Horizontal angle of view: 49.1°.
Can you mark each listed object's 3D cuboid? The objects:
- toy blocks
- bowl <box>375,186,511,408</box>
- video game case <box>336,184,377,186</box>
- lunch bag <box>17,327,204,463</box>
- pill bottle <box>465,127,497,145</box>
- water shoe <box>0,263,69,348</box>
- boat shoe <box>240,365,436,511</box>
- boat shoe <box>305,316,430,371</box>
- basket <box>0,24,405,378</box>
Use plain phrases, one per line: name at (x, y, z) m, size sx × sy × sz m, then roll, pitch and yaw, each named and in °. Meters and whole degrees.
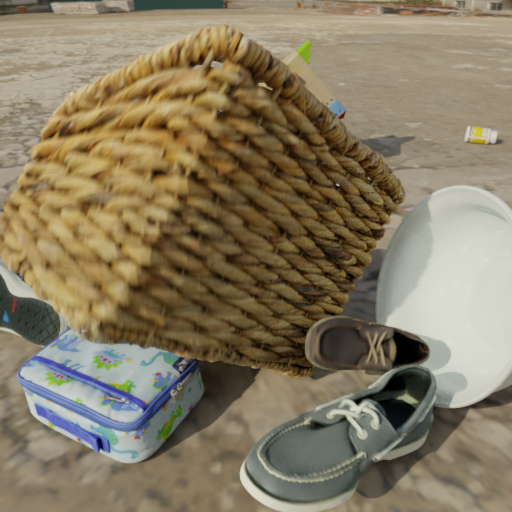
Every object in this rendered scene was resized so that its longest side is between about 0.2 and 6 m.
toy blocks at (0.765, -3.325, 13.052) m, size 2.719 × 1.858 × 1.358 m, roll -40°, pitch 25°, yaw 16°
bowl at (2.719, 0.531, 6.903) m, size 1.191 × 2.649 × 2.649 m, roll 9°, pitch 25°, yaw -22°
video game case at (2.168, -1.532, 12.648) m, size 1.168 × 0.209 × 1.059 m, roll 21°, pitch 35°, yaw 33°
lunch bag at (-1.703, 1.499, 6.638) m, size 1.918 × 0.791 × 1.542 m, roll 15°, pitch 35°, yaw 27°
pill bottle at (6.307, -3.366, 15.718) m, size 0.790 × 0.444 × 0.444 m, roll 12°, pitch 31°, yaw 14°
water shoe at (-3.221, 0.742, 8.196) m, size 2.432 × 0.870 × 0.960 m, roll 23°, pitch 9°, yaw 36°
boat shoe at (0.945, 1.673, 5.598) m, size 2.674 × 0.826 × 0.974 m, roll -4°, pitch 28°, yaw -43°
boat shoe at (1.375, 1.042, 6.657) m, size 1.775 × 0.661 × 0.651 m, roll 5°, pitch -9°, yaw -35°
basket at (-0.561, -0.582, 6.566) m, size 2.763 × 2.884 × 3.871 m, roll 30°, pitch 5°, yaw 40°
